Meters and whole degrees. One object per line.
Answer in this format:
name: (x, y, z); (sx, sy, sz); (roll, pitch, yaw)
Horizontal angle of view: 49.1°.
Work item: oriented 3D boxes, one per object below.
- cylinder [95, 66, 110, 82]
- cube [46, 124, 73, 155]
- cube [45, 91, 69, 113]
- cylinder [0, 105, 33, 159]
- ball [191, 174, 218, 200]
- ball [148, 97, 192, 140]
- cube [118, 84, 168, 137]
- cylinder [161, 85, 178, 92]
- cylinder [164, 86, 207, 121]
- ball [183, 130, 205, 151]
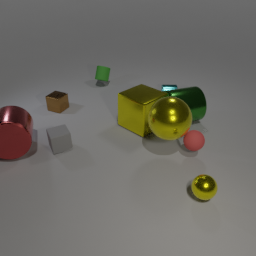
cylinder: (-1.310, -2.810, 14.486); (0.700, 0.700, 0.700); (10, 6, -1)
cube: (-2.417, 0.393, 9.884); (0.700, 0.700, 0.700); (-15, 35, -21)
cube: (-3.114, -1.156, 12.386); (0.700, 0.700, 0.700); (14, 35, 21)
cylinder: (-3.981, 0.127, 9.531); (1.400, 1.400, 1.400); (-8, 28, -12)
ball: (2.101, 1.624, 7.705); (0.700, 0.700, 0.700); (0, 32, 0)
ball: (1.336, -0.301, 8.948); (1.400, 1.400, 1.400); (0, 32, 0)
cube: (0.559, -0.734, 11.010); (1.400, 1.400, 1.400); (27, 40, 36)
cylinder: (1.946, -1.705, 13.265); (0.700, 0.700, 0.700); (0, 32, 0)
cylinder: (2.193, -0.899, 11.295); (1.400, 1.400, 1.400); (-11, 33, -17)
ball: (2.188, 0.417, 9.288); (0.700, 0.700, 0.700); (0, 32, 0)
